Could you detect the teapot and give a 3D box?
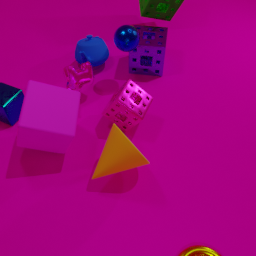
[{"bbox_3d":[-1.210,-2.538,9.103,1.151,0.907,1.852,3,37,11],"label":"teapot"}]

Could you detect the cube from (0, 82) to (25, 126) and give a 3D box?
[{"bbox_3d":[-3.384,-0.671,7.799,0.769,0.769,0.769,20,53,16],"label":"cube"}]

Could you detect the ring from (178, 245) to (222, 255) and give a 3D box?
[{"bbox_3d":[1.405,2.782,5.269,1.115,0.223,1.115,0,50,0],"label":"ring"}]

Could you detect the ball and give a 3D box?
[{"bbox_3d":[-0.040,-2.533,7.923,0.740,0.740,0.740,0,50,0],"label":"ball"}]

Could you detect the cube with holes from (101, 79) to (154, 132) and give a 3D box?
[{"bbox_3d":[-0.014,-0.586,7.461,0.850,0.850,0.850,37,53,-12],"label":"cube with holes"}]

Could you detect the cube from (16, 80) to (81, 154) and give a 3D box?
[{"bbox_3d":[-1.923,-0.211,6.752,1.215,1.215,1.215,12,62,-18],"label":"cube"}]

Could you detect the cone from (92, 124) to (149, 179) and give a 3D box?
[{"bbox_3d":[-0.361,0.742,6.294,1.207,1.203,1.203,-42,58,-2],"label":"cone"}]

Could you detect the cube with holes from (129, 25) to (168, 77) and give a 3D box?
[{"bbox_3d":[0.652,-2.513,9.112,1.115,1.115,1.115,7,50,5],"label":"cube with holes"}]

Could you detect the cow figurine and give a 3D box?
[{"bbox_3d":[-1.454,-1.192,7.959,1.216,1.197,0.667,-19,13,-27],"label":"cow figurine"}]

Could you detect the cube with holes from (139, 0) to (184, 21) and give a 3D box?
[{"bbox_3d":[1.151,-4.732,9.906,1.184,1.184,1.184,2,71,-19],"label":"cube with holes"}]
